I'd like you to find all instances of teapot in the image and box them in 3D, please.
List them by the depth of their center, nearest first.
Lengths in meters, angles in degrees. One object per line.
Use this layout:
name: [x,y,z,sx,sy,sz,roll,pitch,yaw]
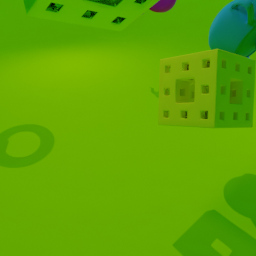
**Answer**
teapot: [2.234,-1.799,5.451,1.206,1.939,0.949,-40,62,4]
teapot: [1.130,-4.561,9.783,1.975,1.228,0.967,-20,-15,26]

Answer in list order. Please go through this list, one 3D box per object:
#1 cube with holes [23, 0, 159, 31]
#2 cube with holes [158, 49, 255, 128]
cube with holes: [-0.184,-1.164,1.693,0.756,0.756,0.756,-8,-9,-42]
cube with holes: [1.252,-0.560,4.502,1.067,1.067,1.067,-1,4,-40]
